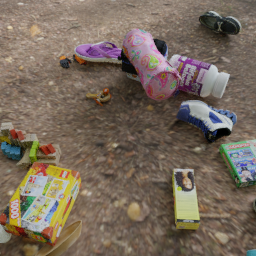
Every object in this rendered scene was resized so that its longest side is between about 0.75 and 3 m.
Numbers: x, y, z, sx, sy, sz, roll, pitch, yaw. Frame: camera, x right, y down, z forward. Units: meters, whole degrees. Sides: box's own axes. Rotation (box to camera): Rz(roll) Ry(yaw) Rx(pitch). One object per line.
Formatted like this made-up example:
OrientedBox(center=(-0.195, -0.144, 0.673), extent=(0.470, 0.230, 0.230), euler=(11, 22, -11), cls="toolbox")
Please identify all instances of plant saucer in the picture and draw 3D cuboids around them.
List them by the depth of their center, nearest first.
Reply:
OrientedBox(center=(-1.669, 2.859, 6.943), extent=(1.431, 1.431, 0.253), euler=(-36, 90, -28), cls="plant saucer")

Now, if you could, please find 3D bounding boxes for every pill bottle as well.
OrientedBox(center=(2.746, -2.010, 11.220), extent=(2.333, 1.310, 1.310), euler=(21, 51, 18), cls="pill bottle")

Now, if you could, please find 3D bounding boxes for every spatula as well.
OrientedBox(center=(-4.635, 3.091, 7.234), extent=(2.807, 0.225, 1.952), euler=(9, 48, 4), cls="spatula")

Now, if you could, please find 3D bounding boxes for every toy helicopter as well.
OrientedBox(center=(-1.222, -1.227, 11.217), extent=(1.045, 0.412, 0.691), euler=(6, 56, 19), cls="toy helicopter")

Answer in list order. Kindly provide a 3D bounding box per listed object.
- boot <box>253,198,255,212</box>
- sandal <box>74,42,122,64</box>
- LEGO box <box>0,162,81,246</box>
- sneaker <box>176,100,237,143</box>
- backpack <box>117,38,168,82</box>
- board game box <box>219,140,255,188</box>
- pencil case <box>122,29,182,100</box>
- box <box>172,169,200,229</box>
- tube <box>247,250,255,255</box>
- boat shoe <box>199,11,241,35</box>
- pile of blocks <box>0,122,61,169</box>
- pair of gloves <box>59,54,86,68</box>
OrientedBox(center=(4.714, 1.995, 7.238), extent=(2.385, 1.802, 0.861), euler=(18, 50, 16), cls="boot")
OrientedBox(center=(-0.954, -3.585, 12.852), extent=(2.952, 0.726, 1.201), euler=(6, 48, -6), cls="sandal")
OrientedBox(center=(-2.363, 2.057, 7.842), extent=(1.460, 0.756, 1.960), euler=(11, 47, 10), cls="LEGO box")
OrientedBox(center=(2.742, -0.186, 9.874), extent=(2.099, 0.848, 1.212), euler=(14, 47, 11), cls="sneaker")
OrientedBox(center=(0.805, -2.911, 11.878), extent=(1.997, 1.539, 1.903), euler=(22, 63, 9), cls="backpack")
OrientedBox(center=(4.327, 1.044, 9.104), extent=(2.238, 0.326, 1.506), euler=(-7, 48, -7), cls="board game box")
OrientedBox(center=(0.764, -2.265, 9.805), extent=(1.300, 1.300, 2.973), euler=(-14, 48, -12), cls="pencil case")
OrientedBox(center=(1.654, 2.018, 8.151), extent=(0.651, 0.433, 1.729), euler=(1, 48, 1), cls="box")
OrientedBox(center=(3.012, 4.038, 6.274), extent=(0.921, 0.600, 2.379), euler=(5, 52, 16), cls="tube")
OrientedBox(center=(4.745, -5.396, 14.624), extent=(0.754, 0.945, 2.498), euler=(-23, 40, -21), cls="boat shoe")
OrientedBox(center=(-3.468, 0.577, 9.174), extent=(2.750, 0.855, 1.129), euler=(19, 50, 17), cls="pile of blocks")
OrientedBox(center=(-2.602, -3.182, 13.076), extent=(1.160, 0.143, 1.033), euler=(-19, 51, -16), cls="pair of gloves")
